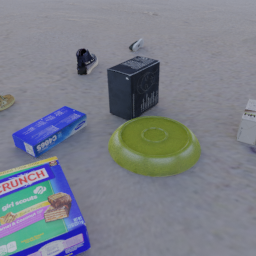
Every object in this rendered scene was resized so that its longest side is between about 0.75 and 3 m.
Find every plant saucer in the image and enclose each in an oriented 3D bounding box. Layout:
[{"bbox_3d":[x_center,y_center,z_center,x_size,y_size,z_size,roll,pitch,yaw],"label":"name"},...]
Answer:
[{"bbox_3d":[0.802,0.352,8.490,2.828,0.439,2.828,1,33,0],"label":"plant saucer"}]

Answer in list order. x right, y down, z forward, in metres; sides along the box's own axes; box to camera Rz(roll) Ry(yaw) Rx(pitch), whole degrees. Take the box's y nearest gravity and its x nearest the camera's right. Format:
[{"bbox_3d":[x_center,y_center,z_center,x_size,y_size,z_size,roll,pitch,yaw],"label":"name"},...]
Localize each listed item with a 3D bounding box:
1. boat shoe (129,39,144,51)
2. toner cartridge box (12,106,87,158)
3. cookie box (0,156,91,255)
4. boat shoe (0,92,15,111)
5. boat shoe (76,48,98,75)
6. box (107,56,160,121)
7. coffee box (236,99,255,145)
[{"bbox_3d":[0.523,-4.940,16.543,0.411,0.498,1.451,15,38,22],"label":"boat shoe"},{"bbox_3d":[-2.418,0.044,8.916,1.034,0.470,2.177,23,40,29],"label":"toner cartridge box"},{"bbox_3d":[-2.092,1.784,5.890,1.942,0.853,2.271,-16,36,-21],"label":"cookie box"},{"bbox_3d":[-4.936,-0.913,10.328,0.618,0.529,1.687,19,38,26],"label":"boat shoe"},{"bbox_3d":[-2.001,-3.513,13.838,0.838,1.040,2.243,2,34,4],"label":"boat shoe"},{"bbox_3d":[0.229,-1.451,10.040,1.079,1.741,1.712,21,38,32],"label":"box"},{"bbox_3d":[3.978,-0.232,9.011,0.587,0.832,1.472,17,37,23],"label":"coffee box"}]
